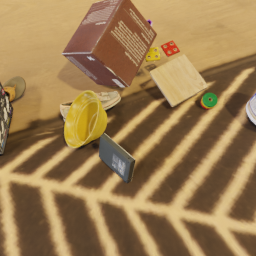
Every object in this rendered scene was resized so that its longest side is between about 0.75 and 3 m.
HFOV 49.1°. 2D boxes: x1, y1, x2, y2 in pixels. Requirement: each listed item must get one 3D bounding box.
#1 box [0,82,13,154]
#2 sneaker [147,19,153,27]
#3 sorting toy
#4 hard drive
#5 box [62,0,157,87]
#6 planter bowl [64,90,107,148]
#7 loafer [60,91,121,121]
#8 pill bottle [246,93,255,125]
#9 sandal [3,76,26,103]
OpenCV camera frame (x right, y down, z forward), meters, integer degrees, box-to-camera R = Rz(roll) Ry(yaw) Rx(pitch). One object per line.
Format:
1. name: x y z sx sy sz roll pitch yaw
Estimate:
1. box: -4.196 -0.279 6.415 2.466 1.415 1.629 -7 47 -3
2. sneaker: 0.404 -3.577 9.864 1.200 0.530 0.483 -18 61 -31
3. sorting toy: 1.359 -1.365 7.966 1.191 0.418 2.472 -29 75 -11
4. hard drive: -0.270 0.656 6.112 0.165 0.699 1.001 -27 52 -35
5. box: -0.486 -2.328 7.732 1.515 1.531 1.845 15 73 47
6. planter bowl: -0.901 -0.147 6.635 0.575 1.382 1.382 19 31 -40
7. loafer: -0.977 -0.658 7.326 1.618 0.509 0.582 -24 31 -10
8. pill bottle: 3.822 -0.862 6.586 1.155 1.929 1.155 10 51 -12
9. sandal: -3.381 -0.901 7.634 1.388 0.567 0.379 -37 20 -21
